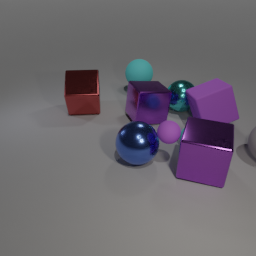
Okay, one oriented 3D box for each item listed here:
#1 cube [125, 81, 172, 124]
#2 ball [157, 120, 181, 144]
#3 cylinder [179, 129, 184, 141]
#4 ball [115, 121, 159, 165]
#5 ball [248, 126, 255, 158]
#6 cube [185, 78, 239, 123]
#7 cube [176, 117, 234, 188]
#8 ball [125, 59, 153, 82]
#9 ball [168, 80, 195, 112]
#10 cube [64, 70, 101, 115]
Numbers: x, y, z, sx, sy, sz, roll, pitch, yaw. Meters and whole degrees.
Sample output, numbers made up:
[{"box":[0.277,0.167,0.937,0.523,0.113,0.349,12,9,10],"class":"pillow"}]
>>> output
[{"box":[0.804,-1.076,11.609,1.400,1.400,1.400,-3,28,-18],"class":"cube"},{"box":[1.212,0.124,8.289,0.700,0.700,0.700,0,29,0],"class":"ball"},{"box":[2.285,0.373,9.834,0.700,0.700,0.700,-13,32,-23],"class":"cylinder"},{"box":[0.299,0.475,8.919,1.400,1.400,1.400,0,29,0],"class":"ball"},{"box":[4.520,0.462,8.770,1.400,1.400,1.400,0,29,0],"class":"ball"},{"box":[3.248,-0.932,10.910,1.400,1.400,1.400,-21,22,3],"class":"cube"},{"box":[2.308,0.684,8.384,1.400,1.400,1.400,11,35,15],"class":"cube"},{"box":[0.563,-2.758,14.127,1.400,1.400,1.400,0,29,0],"class":"ball"},{"box":[2.351,-1.407,12.323,1.400,1.400,1.400,0,29,0],"class":"ball"},{"box":[-1.926,-1.522,12.064,1.400,1.400,1.400,-2,59,-4],"class":"cube"}]
